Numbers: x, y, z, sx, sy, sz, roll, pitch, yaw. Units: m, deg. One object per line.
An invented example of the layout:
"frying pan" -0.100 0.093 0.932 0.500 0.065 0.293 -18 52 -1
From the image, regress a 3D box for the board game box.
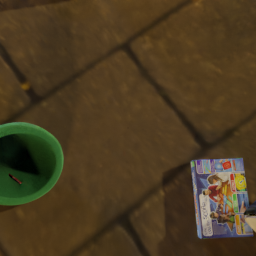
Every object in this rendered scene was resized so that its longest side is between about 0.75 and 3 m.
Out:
"board game box" 2.218 1.654 6.714 1.226 0.312 1.811 -2 77 0

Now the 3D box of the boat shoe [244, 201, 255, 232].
"boat shoe" 3.540 2.376 6.363 0.923 0.743 1.991 -39 96 -31

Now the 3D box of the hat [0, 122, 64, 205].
"hat" -3.091 0.522 6.982 2.407 2.119 1.994 28 90 -37
